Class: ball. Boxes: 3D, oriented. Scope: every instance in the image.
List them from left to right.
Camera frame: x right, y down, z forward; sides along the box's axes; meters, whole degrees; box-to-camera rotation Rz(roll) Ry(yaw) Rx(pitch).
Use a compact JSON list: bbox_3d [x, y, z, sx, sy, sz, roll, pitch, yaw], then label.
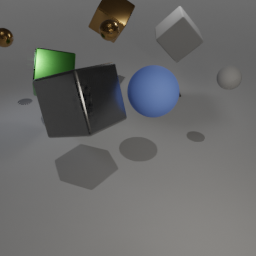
[{"bbox_3d":[-4.639,-3.366,10.437,0.700,0.700,0.700,0,31,0],"label":"ball"},{"bbox_3d":[-0.642,-3.349,9.604,0.700,0.700,0.700,0,31,0],"label":"ball"},{"bbox_3d":[0.682,-0.986,7.594,1.400,1.400,1.400,0,31,0],"label":"ball"},{"bbox_3d":[2.956,-1.469,8.189,0.700,0.700,0.700,0,31,0],"label":"ball"}]

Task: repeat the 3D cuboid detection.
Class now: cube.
[{"bbox_3d":[-2.775,-1.986,10.505,1.400,1.400,1.400,4,-11,-16],"label":"cube"},{"bbox_3d":[-1.087,-0.650,6.567,1.400,1.400,1.400,-3,15,36],"label":"cube"},{"bbox_3d":[-0.750,-5.092,12.782,1.400,1.400,1.400,29,63,-15],"label":"cube"},{"bbox_3d":[2.111,-3.924,11.769,1.400,1.400,1.400,-35,30,28],"label":"cube"}]
